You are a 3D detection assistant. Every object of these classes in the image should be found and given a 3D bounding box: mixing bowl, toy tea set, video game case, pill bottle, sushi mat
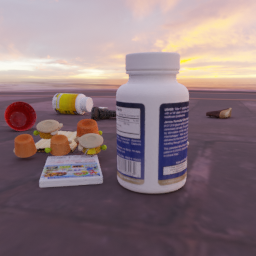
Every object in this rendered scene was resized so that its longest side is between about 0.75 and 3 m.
[{"bbox_3d":[-4.057,-0.385,10.461,1.113,1.113,0.603,-6,-7,-32],"label":"mixing bowl"},{"bbox_3d":[-1.651,0.412,7.005,2.236,0.827,1.329,0,32,-4],"label":"toy tea set"},{"bbox_3d":[-1.150,0.838,5.770,1.128,0.142,1.576,-1,10,-10],"label":"video game case"},{"bbox_3d":[-2.926,-1.282,14.919,1.994,1.089,1.089,4,11,20],"label":"pill bottle"},{"bbox_3d":[0.430,-0.137,5.007,1.281,2.306,1.281,0,11,0],"label":"pill bottle"},{"bbox_3d":[-2.026,0.352,8.484,1.193,0.151,2.495,-1,10,0],"label":"sushi mat"}]

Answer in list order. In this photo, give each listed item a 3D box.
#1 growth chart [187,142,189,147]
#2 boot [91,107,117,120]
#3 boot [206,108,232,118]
[{"bbox_3d":[0.931,0.538,7.452,1.300,0.159,1.797,2,10,19],"label":"growth chart"},{"bbox_3d":[-0.756,-0.684,12.962,1.538,0.611,1.766,3,8,21],"label":"boot"},{"bbox_3d":[4.512,-0.776,13.854,1.072,0.466,1.289,8,16,29],"label":"boot"}]
